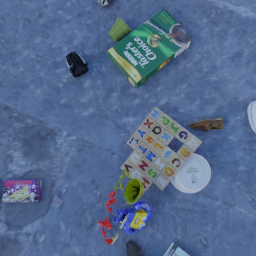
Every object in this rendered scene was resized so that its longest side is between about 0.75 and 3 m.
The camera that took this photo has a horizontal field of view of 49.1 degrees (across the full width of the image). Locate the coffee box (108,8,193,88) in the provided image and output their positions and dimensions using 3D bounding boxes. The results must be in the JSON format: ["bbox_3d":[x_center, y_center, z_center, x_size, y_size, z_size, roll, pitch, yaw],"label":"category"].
[{"bbox_3d":[0.877,-3.169,11.120,2.977,0.655,1.831,-38,80,-8],"label":"coffee box"}]

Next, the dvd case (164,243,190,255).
[{"bbox_3d":[2.140,5.661,9.362,2.965,0.326,2.165,36,80,9],"label":"dvd case"}]

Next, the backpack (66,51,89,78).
[{"bbox_3d":[-2.061,-2.503,11.014,0.784,0.594,0.939,-30,80,-15],"label":"backpack"}]

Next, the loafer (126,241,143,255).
[{"bbox_3d":[0.298,4.531,9.404,0.542,0.538,1.488,-27,63,0],"label":"loafer"}]

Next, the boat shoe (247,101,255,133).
[{"bbox_3d":[5.429,0.233,10.210,1.081,0.981,2.939,-23,79,-5],"label":"boat shoe"}]

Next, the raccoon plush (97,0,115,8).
[{"bbox_3d":[-1.017,-5.574,11.858,0.771,0.556,1.150,-28,50,8],"label":"raccoon plush"}]

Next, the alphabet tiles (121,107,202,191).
[{"bbox_3d":[0.966,0.847,10.052,2.182,0.098,2.610,40,93,25],"label":"alphabet tiles"}]

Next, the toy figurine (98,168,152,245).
[{"bbox_3d":[0.213,2.782,9.661,1.509,1.329,2.520,18,103,-32],"label":"toy figurine"}]

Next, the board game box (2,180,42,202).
[{"bbox_3d":[-3.845,2.297,10.179,1.333,0.215,0.800,-1,74,0],"label":"board game box"}]

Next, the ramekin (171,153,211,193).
[{"bbox_3d":[2.252,1.586,10.025,1.477,0.775,1.477,0,78,0],"label":"ramekin"}]

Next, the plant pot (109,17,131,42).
[{"bbox_3d":[-0.392,-3.918,11.325,0.759,0.759,0.721,45,94,9],"label":"plant pot"}]

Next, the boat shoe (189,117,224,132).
[{"bbox_3d":[2.984,-0.088,10.542,1.333,0.480,0.453,-10,77,-2],"label":"boat shoe"}]
